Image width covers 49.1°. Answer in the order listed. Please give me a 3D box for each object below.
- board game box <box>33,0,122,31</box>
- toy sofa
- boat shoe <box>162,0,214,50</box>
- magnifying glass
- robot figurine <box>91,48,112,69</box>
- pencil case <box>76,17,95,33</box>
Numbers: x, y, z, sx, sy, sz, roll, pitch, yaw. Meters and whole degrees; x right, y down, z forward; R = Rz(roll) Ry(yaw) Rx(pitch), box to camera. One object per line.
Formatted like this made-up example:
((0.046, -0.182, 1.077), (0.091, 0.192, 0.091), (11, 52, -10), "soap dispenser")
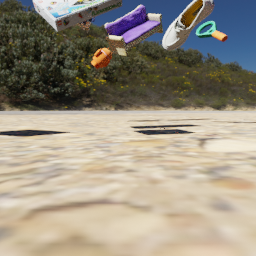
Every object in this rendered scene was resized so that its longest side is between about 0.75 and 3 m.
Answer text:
((-1.134, -2.863, 6.407), (1.718, 0.297, 1.084), (-30, 58, -21), "board game box")
((0.257, -3.763, 10.672), (2.276, 1.111, 0.943), (-39, 42, -27), "toy sofa")
((1.690, -3.165, 8.585), (0.714, 0.725, 2.045), (-21, -13, -47), "boat shoe")
((3.014, -3.420, 10.024), (0.750, 0.211, 1.884), (-38, 32, 11), "magnifying glass")
((-0.884, -2.429, 9.746), (0.814, 0.586, 0.475), (-43, 13, 2), "robot figurine")
((-2.094, -3.964, 9.545), (1.894, 0.847, 0.737), (8, -27, -38), "pencil case")
